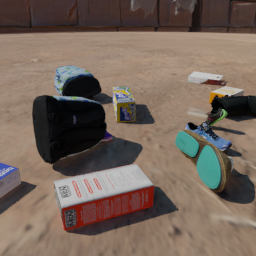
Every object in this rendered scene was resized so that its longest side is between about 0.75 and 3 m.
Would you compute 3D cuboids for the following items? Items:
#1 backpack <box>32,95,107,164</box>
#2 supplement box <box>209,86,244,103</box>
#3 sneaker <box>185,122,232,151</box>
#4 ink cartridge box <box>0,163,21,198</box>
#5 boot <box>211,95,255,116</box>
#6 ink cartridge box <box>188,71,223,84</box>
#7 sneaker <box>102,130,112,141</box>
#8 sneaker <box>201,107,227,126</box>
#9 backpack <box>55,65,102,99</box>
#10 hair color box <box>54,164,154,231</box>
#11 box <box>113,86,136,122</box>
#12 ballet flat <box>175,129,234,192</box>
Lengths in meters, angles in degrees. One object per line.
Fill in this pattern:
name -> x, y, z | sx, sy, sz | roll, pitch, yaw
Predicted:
backpack -> -1.410, -0.096, 7.147 | 1.991, 1.624, 1.531 | -12, 12, -40
supplement box -> 3.901, -1.244, 11.073 | 1.296, 0.477, 0.817 | -21, 31, -40
sneaker -> 2.089, 0.209, 7.497 | 0.559, 0.634, 1.423 | -22, 32, -40
ink cartridge box -> -3.061, 1.260, 5.318 | 0.875, 0.412, 1.862 | 11, 26, 22
boot -> 3.959, -0.729, 9.536 | 1.673, 0.755, 2.041 | -3, 16, -13
ink cartridge box -> 3.952, -2.511, 14.256 | 1.532, 0.384, 1.233 | 15, 27, 22
sneaker -> -0.756, 0.090, 8.096 | 0.347, 0.382, 0.863 | -13, 28, -31
sneaker -> 2.608, -0.331, 8.587 | 0.360, 0.393, 0.938 | -32, -5, -45
backpack -> -2.273, -1.871, 11.635 | 1.632, 1.538, 2.000 | -19, 15, -23
hair color box -> -0.454, 1.231, 5.249 | 1.698, 0.520, 0.862 | -8, 25, -20
box -> -0.171, -0.894, 9.963 | 0.647, 0.705, 2.014 | -2, 23, -5
ballet flat -> 1.872, 0.696, 6.436 | 0.843, 0.790, 2.329 | 13, 15, -18
